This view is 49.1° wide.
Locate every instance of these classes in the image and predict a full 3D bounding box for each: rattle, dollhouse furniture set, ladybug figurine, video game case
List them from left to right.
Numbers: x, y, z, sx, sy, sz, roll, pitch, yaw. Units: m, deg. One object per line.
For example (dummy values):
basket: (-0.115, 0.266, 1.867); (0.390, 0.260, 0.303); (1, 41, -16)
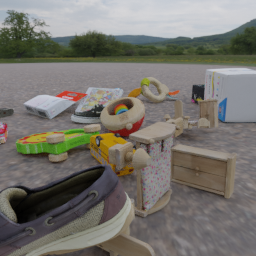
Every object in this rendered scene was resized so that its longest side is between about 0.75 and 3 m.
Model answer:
video game case: (-1.236, -1.151, 12.186); (1.714, 0.196, 1.560); (7, 52, 21)
ladybug figurine: (-0.131, -0.357, 9.478); (1.530, 0.811, 2.255); (-20, 25, 2)
rattle: (1.443, -1.701, 15.127); (2.328, 1.663, 1.516); (4, 45, -37)
dollhouse furniture set: (0.768, 0.832, 4.756); (1.289, 1.510, 2.912); (10, 19, 35)
dollhouse furniture set: (1.911, -0.450, 8.968); (1.117, 0.954, 2.156); (-2, 0, 42)

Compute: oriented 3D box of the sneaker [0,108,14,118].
sneaker: (-5.354, -0.630, 11.699); (0.534, 0.376, 1.005); (3, 8, 32)

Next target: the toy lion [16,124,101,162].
toy lion: (-2.047, 0.350, 8.052); (1.929, 0.691, 2.012); (5, 15, 42)

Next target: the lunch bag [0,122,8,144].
lunch bag: (-4.392, 0.206, 8.556); (1.285, 0.527, 1.132); (-2, 21, -17)

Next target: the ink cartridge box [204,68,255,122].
ink cartridge box: (4.436, -1.446, 11.658); (1.828, 1.860, 2.527); (-1, 16, -2)

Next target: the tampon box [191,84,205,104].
tampon box: (4.140, -1.714, 14.227); (1.440, 0.909, 1.079); (-7, 18, -21)

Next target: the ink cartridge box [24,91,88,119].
ink cartridge box: (-3.154, -1.256, 12.261); (1.782, 0.626, 2.192); (14, 46, 40)

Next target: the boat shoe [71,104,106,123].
boat shoe: (-1.129, -0.622, 10.964); (2.177, 0.693, 0.770); (-5, 17, -15)

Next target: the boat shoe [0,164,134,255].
boat shoe: (-1.393, 1.190, 3.595); (2.879, 0.933, 1.035); (-17, 21, 1)

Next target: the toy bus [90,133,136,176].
toy bus: (-0.340, 0.605, 6.804); (0.605, 0.728, 1.860); (-7, 18, -27)
